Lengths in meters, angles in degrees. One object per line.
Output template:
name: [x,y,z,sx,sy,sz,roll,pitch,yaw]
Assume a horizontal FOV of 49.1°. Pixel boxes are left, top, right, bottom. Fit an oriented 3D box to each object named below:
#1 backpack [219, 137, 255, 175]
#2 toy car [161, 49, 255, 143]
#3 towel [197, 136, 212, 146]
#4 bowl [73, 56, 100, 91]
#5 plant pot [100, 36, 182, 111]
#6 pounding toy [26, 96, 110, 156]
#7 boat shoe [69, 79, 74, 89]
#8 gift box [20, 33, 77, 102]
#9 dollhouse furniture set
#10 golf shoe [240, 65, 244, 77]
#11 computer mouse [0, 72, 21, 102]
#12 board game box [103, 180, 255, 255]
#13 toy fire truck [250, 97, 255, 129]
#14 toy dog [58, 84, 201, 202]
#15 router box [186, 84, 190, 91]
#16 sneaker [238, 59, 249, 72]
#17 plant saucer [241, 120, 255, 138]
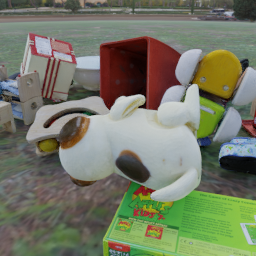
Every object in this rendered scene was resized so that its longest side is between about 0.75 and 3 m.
backpack: [2.455,0.602,6.125,0.874,0.800,0.642,2,53,20]
toy car: [2.027,-0.823,7.165,1.959,2.238,1.678,24,11,9]
towel: [0.816,0.144,7.832,2.520,0.301,1.825,-6,28,-8]
bowl: [-1.334,-2.289,11.888,2.464,1.108,2.464,-1,25,0]
plant pot: [0.558,-1.513,8.822,1.998,2.267,2.265,-8,13,-40]
pounding toy: [-0.954,0.282,7.003,2.665,1.529,1.524,-11,54,-2]
boat shoe: [-3.028,-1.814,11.549,0.674,0.538,1.783,18,31,33]
gift box: [-2.998,-2.030,10.123,1.847,1.869,2.002,10,39,-24]
dollhouse furniture set: [-3.870,-0.791,8.204,1.560,1.551,2.214,13,28,25]
golf shoe: [4.057,-2.784,13.154,2.574,0.994,1.134,5,19,9]
computer mouse: [-4.290,-1.651,10.949,1.977,0.753,2.855,4,26,9]
board game box: [1.204,1.644,4.108,2.811,0.669,1.428,7,26,15]
toy fire truck: [4.591,-0.019,6.693,2.612,1.909,2.967,6,16,7]
toy dog: [0.013,0.396,4.741,2.302,1.606,2.232,0,44,10]
router box: [2.302,-1.590,10.767,2.920,0.745,2.178,21,30,37]
sneaker: [5.157,-3.107,14.213,2.128,0.808,0.966,-8,16,-32]
plant saucer: [3.883,0.047,8.037,1.057,0.194,1.055,-2,26,-3]
